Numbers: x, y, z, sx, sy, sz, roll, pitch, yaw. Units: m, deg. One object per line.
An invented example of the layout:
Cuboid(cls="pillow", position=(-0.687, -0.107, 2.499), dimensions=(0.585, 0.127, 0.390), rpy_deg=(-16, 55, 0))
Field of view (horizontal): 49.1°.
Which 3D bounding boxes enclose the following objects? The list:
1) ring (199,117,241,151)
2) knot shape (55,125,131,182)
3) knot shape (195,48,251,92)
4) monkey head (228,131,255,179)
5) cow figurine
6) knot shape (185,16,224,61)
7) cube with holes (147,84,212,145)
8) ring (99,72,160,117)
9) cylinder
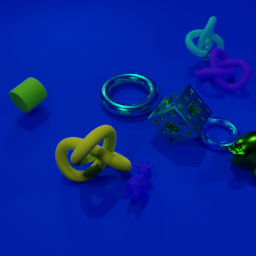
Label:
Cuboid(cls="ring", position=(2.658, 0.150, 8.194), dimensions=(1.237, 0.247, 1.237), rpy_deg=(0, 48, 0))
Cuboid(cls="knot shape", position=(-0.821, 0.607, 6.756), dimensions=(1.908, 1.785, 0.882), rpy_deg=(0, 58, -8))
Cuboid(cls="knot shape", position=(3.345, -1.930, 9.582), dimensions=(1.653, 0.816, 1.766), rpy_deg=(35, 59, 27))
Cuboid(cls="monkey head", position=(3.310, 0.701, 7.142), dimensions=(1.734, 1.045, 1.247), rpy_deg=(-13, 52, -15))
Cuboid(cls="cow figurine", position=(0.264, 1.249, 6.812), dimensions=(0.514, 0.937, 0.922), rpy_deg=(2, 86, 29))
Cuboid(cls="knot shape", position=(2.898, -3.088, 10.255), dimensions=(1.601, 1.498, 0.740), rpy_deg=(-51, 39, -7))
Cuboid(cls="cube with holes", position=(1.442, -0.352, 7.799), dimensions=(1.061, 1.061, 1.061), rpy_deg=(48, 54, -13))
Cuboid(cls="ring", position=(0.051, -1.133, 9.232), dimensions=(2.019, 0.404, 2.019), rpy_deg=(0, 48, 0))
Cuboid(cls="cylinder", position=(-3.036, -1.000, 8.540), dimensions=(0.794, 0.794, 0.794), rpy_deg=(26, 54, 21))
